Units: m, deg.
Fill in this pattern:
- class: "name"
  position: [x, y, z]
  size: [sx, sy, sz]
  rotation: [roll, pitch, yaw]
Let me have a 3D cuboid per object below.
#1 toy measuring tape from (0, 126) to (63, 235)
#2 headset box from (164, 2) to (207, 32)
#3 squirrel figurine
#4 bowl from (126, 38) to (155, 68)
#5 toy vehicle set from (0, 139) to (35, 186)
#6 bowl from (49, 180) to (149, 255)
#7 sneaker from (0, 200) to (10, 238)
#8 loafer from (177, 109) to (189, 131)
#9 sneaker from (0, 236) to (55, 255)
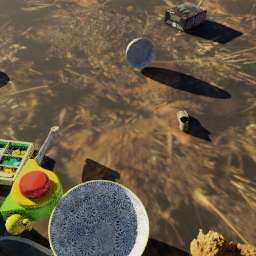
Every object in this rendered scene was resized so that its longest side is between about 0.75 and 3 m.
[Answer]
- class: "toy measuring tape"
  position: [-1.778, 1.054, 6.298]
  size: [1.075, 1.075, 2.922]
  rotation: [8, 40, 7]
- class: "headset box"
  position: [2.620, -5.001, 12.497]
  size: [1.614, 0.623, 1.201]
  rotation: [-33, 54, -25]
- class: "squirrel figurine"
  position: [1.607, 2.834, 4.751]
  size: [1.890, 1.433, 2.025]
  rotation: [-8, 32, 7]
- class: "bowl"
  position: [0.371, -2.760, 10.032]
  size: [1.114, 1.114, 0.523]
  rotation: [-14, 41, -13]
- class: "toy vehicle set"
  position: [-3.546, 0.812, 7.200]
  size: [1.919, 0.254, 1.192]
  rotation: [5, 47, 5]
- class: "bowl"
  position: [-0.568, 2.059, 5.523]
  size: [1.857, 0.871, 1.857]
  rotation: [4, 50, -5]
- class: "sneaker"
  position: [-3.783, 1.343, 5.731]
  size: [2.962, 1.573, 1.108]
  rotation: [17, 45, 14]
- class: "loafer"
  position: [1.641, -0.281, 8.222]
  size: [0.319, 0.283, 0.840]
  rotation: [-2, 46, -2]
- class: "sneaker"
  position: [-1.894, 2.634, 5.211]
  size: [1.593, 0.596, 0.846]
  rotation: [15, 46, 12]
